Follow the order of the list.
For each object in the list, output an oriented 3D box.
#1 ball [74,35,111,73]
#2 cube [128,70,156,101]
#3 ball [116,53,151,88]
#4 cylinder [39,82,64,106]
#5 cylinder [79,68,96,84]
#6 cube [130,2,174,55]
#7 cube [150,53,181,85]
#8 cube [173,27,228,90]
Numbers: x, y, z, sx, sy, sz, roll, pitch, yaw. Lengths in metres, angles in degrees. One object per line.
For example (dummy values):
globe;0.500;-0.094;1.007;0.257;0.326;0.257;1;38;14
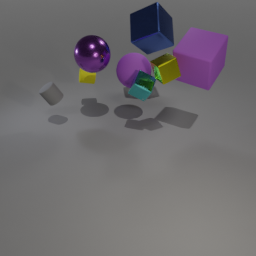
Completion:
ball;-1.354;-2.809;10.665;1.400;1.400;1.400;0;30;0
cube;0.514;-1.531;10.201;0.700;0.700;0.700;25;61;-9
ball;0.231;-2.282;11.174;1.400;1.400;1.400;0;30;0
cylinder;-3.069;-1.372;11.217;0.700;0.700;0.700;-25;35;19
cylinder;-1.874;-2.414;12.910;0.700;0.700;0.700;3;28;-16
cube;1.041;-4.248;12.123;1.400;1.400;1.400;-10;-15;33
cube;1.274;-2.016;9.508;0.700;0.700;0.700;-27;34;-5
cube;2.549;-2.455;9.935;1.400;1.400;1.400;24;63;26
